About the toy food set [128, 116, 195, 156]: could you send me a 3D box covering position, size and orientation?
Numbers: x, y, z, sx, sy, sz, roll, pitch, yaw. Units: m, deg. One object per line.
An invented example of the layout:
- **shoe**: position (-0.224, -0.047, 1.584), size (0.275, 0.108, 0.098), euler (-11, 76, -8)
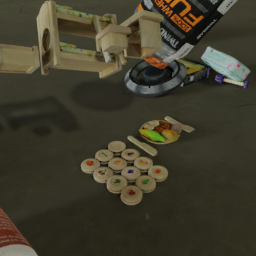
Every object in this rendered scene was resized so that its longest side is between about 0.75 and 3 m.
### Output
- **toy food set**: position (0.881, 0.039, 7.369), size (1.648, 0.331, 1.138), euler (-28, 43, -35)

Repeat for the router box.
- **router box**: position (1.943, -2.236, 10.645), size (1.402, 0.466, 1.783), euler (-23, 40, -31)

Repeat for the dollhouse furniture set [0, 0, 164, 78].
- **dollhouse furniture set**: position (-1.079, -2.052, 5.488), size (2.656, 1.477, 2.349), euler (-4, -4, -37)

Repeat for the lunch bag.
- **lunch bag**: position (3.468, -2.311, 10.173), size (1.305, 0.627, 1.627), euler (17, 20, -37)

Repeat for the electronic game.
- **electronic game**: position (0.952, -1.837, 9.801), size (2.187, 0.455, 2.187), euler (-9, 43, 8)

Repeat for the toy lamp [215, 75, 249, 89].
- **toy lamp**: position (3.667, -1.663, 9.937), size (1.125, 0.328, 0.328), euler (18, 38, 27)

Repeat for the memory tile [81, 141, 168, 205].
- **memory tile**: position (-0.090, 0.907, 6.241), size (1.728, 0.145, 1.324), euler (28, 42, 35)

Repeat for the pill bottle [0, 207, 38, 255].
- **pill bottle**: position (-2.000, 1.865, 3.751), size (2.322, 1.302, 1.302), euler (28, 43, 36)

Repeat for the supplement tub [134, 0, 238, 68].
- **supplement tub**: position (1.324, -2.909, 6.693), size (1.733, 2.828, 1.733), euler (29, 33, -22)
